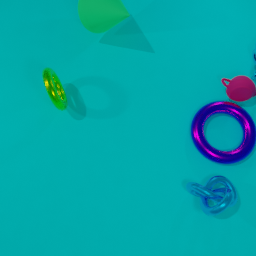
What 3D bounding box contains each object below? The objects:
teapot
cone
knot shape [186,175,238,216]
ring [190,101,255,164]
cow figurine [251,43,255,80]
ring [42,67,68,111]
[{"bbox_3d":[3.026,-1.069,7.433,1.175,0.730,0.575,17,54,-4],"label":"teapot"},{"bbox_3d":[-0.377,-3.043,7.318,1.362,1.362,1.367,-45,47,-12],"label":"cone"},{"bbox_3d":[2.000,1.568,6.460,1.236,1.157,0.571,0,106,1],"label":"knot shape"},{"bbox_3d":[2.509,0.097,7.358,1.726,0.345,1.726,0,73,0],"label":"ring"},{"bbox_3d":[3.705,-1.809,7.735,0.543,0.974,0.990,3,46,31],"label":"cow figurine"},{"bbox_3d":[-1.861,-0.991,7.186,0.234,1.171,1.171,-21,74,1],"label":"ring"}]
